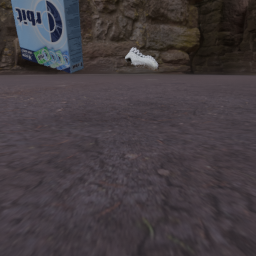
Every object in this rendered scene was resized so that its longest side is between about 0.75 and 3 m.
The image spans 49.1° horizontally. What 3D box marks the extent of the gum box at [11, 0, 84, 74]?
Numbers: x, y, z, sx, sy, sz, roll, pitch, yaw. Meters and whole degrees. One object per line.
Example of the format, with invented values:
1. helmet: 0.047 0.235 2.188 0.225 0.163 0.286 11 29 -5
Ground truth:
1. gum box: -2.166 -2.882 7.371 2.093 2.463 0.549 21 36 30

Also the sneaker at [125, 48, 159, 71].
1. sneaker: 0.536 -2.550 10.944 0.633 0.586 1.561 -43 57 -17
